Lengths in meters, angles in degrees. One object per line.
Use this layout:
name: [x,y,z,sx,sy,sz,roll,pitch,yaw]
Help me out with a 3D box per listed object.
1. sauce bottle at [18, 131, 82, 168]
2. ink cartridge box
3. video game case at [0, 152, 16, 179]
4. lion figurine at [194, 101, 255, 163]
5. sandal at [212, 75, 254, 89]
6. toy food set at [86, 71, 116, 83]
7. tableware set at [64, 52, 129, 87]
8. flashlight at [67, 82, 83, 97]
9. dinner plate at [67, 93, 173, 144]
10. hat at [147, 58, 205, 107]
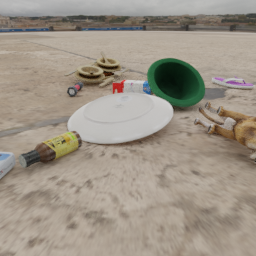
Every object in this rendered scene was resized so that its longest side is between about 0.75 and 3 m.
sauce bottle: [-1.510,0.425,5.562,0.423,0.423,1.307,17,28,35]
ink cartridge box: [0.154,-1.131,8.901,1.235,0.718,0.415,6,23,14]
video game case: [-3.738,0.986,4.335,2.869,0.316,2.615,3,23,9]
lion figurine: [2.362,-0.018,6.098,1.404,0.831,2.293,18,17,-3]
sandal: [4.097,-1.867,11.062,1.723,0.423,0.701,20,30,40]
toy food set: [-1.303,-2.462,12.487,1.480,0.430,2.144,-5,23,-11]
tableware set: [-1.227,-2.628,11.951,1.818,0.551,2.750,19,33,18]
flashlight: [-1.873,-1.432,10.107,0.365,0.366,1.078,18,24,2]
dinner plate: [-0.222,-0.438,7.236,2.747,0.333,2.747,-6,27,3]
hat: [1.305,-1.072,9.474,1.862,1.978,2.248,0,58,-13]
